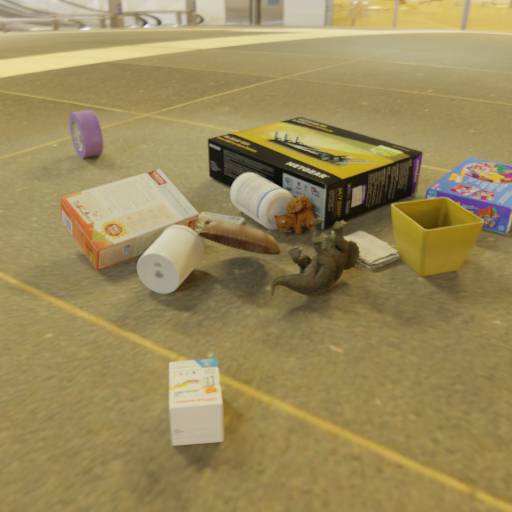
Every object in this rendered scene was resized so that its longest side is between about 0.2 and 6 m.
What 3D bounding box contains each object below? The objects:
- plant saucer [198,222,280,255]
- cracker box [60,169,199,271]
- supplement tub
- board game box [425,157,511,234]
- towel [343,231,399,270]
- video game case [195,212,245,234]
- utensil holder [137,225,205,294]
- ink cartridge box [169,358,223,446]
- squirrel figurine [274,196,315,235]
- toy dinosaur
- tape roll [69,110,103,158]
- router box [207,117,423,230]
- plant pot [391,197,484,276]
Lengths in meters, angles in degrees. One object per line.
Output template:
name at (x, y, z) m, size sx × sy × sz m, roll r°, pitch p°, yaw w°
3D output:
plant saucer at (-0.281, -0.349, 10.396) m, size 1.576 × 0.288 × 1.576 m, roll 14°, pitch -7°, yaw 2°
cracker box at (-2.546, -0.789, 11.350) m, size 2.306 × 0.665 × 1.544 m, roll -24°, pitch 59°, yaw -33°
supplement tub at (0.138, -1.229, 12.462) m, size 0.922 × 0.922 × 1.398 m, roll -17°, pitch 34°, yaw -28°
board game box at (5.433, -1.513, 13.275) m, size 1.879 × 0.626 × 2.795 m, roll 20°, pitch 35°, yaw 33°
towel at (2.173, -0.143, 11.197) m, size 0.831 × 0.216 × 1.254 m, roll -17°, pitch 33°, yaw -30°
video game case at (-0.895, -0.671, 12.271) m, size 1.045 × 0.120 × 0.952 m, roll 11°, pitch 30°, yaw 17°
utensil holder at (-1.543, 0.070, 10.141) m, size 0.894 × 0.894 × 1.052 m, roll 9°, pitch 33°, yaw 16°
ink cartridge box at (-0.764, 1.838, 7.094) m, size 0.648 × 0.637 × 0.881 m, roll -4°, pitch 29°, yaw -7°
squirrel figurine at (0.786, -0.873, 11.856) m, size 0.800 × 0.857 × 0.606 m, roll -8°, pitch 28°, yaw -21°
toy dinosaur at (1.181, 0.130, 9.843) m, size 0.926 × 1.231 × 2.407 m, roll 1°, pitch 36°, yaw 37°
tape roll at (-4.952, -3.537, 16.291) m, size 0.559 × 1.317 × 1.317 m, roll -18°, pitch 33°, yaw -30°
router box at (1.376, -2.297, 14.164) m, size 3.397 × 1.128 × 4.321 m, roll -22°, pitch 35°, yaw -35°
plant pot at (3.332, -0.329, 10.622) m, size 1.236 × 1.090 × 1.236 m, roll -8°, pitch 30°, yaw -15°
